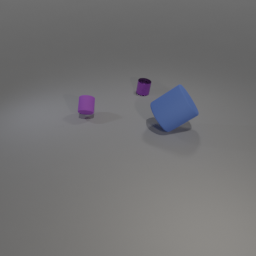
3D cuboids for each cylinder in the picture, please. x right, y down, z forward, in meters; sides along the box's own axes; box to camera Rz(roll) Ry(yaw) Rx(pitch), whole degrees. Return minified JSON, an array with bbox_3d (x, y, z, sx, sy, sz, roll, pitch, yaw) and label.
[{"bbox_3d":[0.817,-2.143,14.560,0.700,0.700,0.700,7,34,-4],"label":"cylinder"},{"bbox_3d":[-1.816,-1.001,12.247,0.700,0.700,0.700,2,-13,1],"label":"cylinder"},{"bbox_3d":[1.832,-0.769,11.071,1.400,1.400,1.400,-32,23,20],"label":"cylinder"}]
